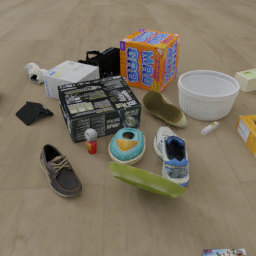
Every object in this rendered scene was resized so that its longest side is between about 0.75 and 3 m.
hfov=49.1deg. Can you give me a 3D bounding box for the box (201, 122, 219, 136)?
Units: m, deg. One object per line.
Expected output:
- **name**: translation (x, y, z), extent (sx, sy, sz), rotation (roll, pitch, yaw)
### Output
- **box**: translation (3.292, 0.013, 11.230), extent (0.934, 0.194, 0.181), rotation (-28, 43, -32)

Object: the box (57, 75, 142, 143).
- **box**: translation (-1.185, -0.863, 11.350), extent (2.810, 1.210, 2.301), rotation (-14, 45, -19)

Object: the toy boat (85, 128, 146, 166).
- **toy boat**: translation (-0.455, 0.531, 9.811), extent (2.135, 0.992, 1.795), rotation (3, 36, 5)

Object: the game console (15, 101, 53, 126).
- **game console**: translation (-4.060, -0.610, 12.166), extent (1.236, 0.720, 1.087), rotation (33, 17, 36)

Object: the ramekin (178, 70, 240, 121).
- **ramekin**: translation (3.415, -1.404, 12.231), extent (2.539, 1.333, 2.539), rotation (0, 35, 0)

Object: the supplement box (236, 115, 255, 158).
- **supplement box**: translation (4.795, 0.412, 10.193), extent (0.766, 0.792, 2.303), rotation (-3, 37, -5)

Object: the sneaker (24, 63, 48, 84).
- **sneaker**: translation (-5.024, -2.887, 14.880), extent (1.924, 0.728, 0.885), rotation (24, 46, 31)

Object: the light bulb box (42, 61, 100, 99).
- **light bulb box**: translation (-2.662, -2.230, 13.481), extent (1.933, 1.206, 1.916), rotation (17, 39, 23)

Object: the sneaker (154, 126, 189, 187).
- **sneaker**: translation (1.546, 0.654, 9.474), extent (1.077, 1.190, 2.794), rotation (-3, 35, -5)

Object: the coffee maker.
- **coffee maker**: translation (-1.128, -3.213, 14.854), extent (2.191, 1.536, 2.281), rotation (36, 47, 16)

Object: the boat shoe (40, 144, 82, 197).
- **boat shoe**: translation (-2.233, 1.296, 8.870), extent (0.850, 0.836, 2.281), rotation (-26, 43, -32)

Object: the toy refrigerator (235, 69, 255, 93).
- **toy refrigerator**: translation (6.645, -2.550, 14.275), extent (2.330, 0.815, 0.885), rotation (-14, 38, -18)

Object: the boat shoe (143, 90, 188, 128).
- **boat shoe**: translation (1.538, -0.807, 11.977), extent (0.931, 0.803, 2.554), rotation (-51, 43, 1)

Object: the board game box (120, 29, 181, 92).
- **board game box**: translation (1.127, -3.505, 14.340), extent (2.275, 2.275, 2.277), rotation (18, 39, 23)

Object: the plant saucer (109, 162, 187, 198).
- **plant saucer**: translation (0.478, 1.510, 7.855), extent (2.281, 2.281, 0.354), rotation (16, 76, 21)

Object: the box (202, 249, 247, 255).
- **box**: translation (2.369, 3.263, 6.676), extent (1.034, 0.195, 0.706), rotation (-1, 36, -1)
